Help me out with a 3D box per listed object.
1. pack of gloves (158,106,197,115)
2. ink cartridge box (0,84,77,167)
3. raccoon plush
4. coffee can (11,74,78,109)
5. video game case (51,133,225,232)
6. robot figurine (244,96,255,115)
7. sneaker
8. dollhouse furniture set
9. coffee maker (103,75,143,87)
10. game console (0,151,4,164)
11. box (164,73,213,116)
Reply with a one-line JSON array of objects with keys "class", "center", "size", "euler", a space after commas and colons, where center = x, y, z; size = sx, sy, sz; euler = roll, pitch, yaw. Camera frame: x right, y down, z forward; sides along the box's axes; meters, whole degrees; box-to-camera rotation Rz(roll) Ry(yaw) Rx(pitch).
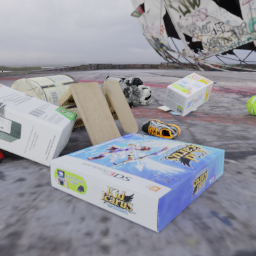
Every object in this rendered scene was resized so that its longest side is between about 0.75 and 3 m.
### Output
[{"class": "pack of gloves", "center": [2.137, -0.749, 12.202], "size": [1.312, 0.259, 1.102], "euler": [-16, 30, -35]}, {"class": "ink cartridge box", "center": [-2.593, -0.183, 6.732], "size": [2.330, 0.979, 1.701], "euler": [22, 14, -4]}, {"class": "raccoon plush", "center": [0.011, -1.680, 13.955], "size": [2.559, 1.238, 1.715], "euler": [13, 11, 42]}, {"class": "coffee can", "center": [-2.992, -1.107, 10.462], "size": [1.653, 1.653, 2.259], "euler": [6, 16, 24]}, {"class": "video game case", "center": [0.275, 0.757, 5.394], "size": [2.326, 0.583, 2.566], "euler": [12, 18, 36]}, {"class": "robot figurine", "center": [5.460, -0.869, 11.243], "size": [1.272, 0.839, 1.450], "euler": [-11, 18, -37]}, {"class": "sneaker", "center": [0.916, 0.059, 8.394], "size": [1.242, 0.486, 0.480], "euler": [7, 25, 28]}, {"class": "dollhouse furniture set", "center": [-0.970, 0.040, 8.519], "size": [2.276, 1.950, 2.393], "euler": [-13, -15, -43]}, {"class": "coffee maker", "center": [-0.155, -2.351, 16.082], "size": [1.956, 1.317, 1.878], "euler": [9, 16, 29]}, {"class": "game console", "center": [-4.625, 0.631, 6.535], "size": [2.430, 1.674, 2.820], "euler": [28, -5, -37]}, {"class": "box", "center": [1.276, -0.721, 5.875], "size": [0.942, 0.477, 0.530], "euler": [-29, 50, -34]}]
